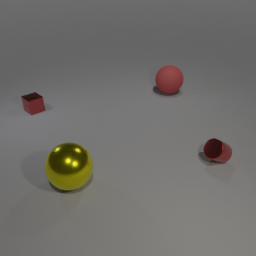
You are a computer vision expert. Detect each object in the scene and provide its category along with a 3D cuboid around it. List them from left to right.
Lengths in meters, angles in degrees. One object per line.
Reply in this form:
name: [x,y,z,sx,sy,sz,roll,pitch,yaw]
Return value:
cube: [-4.233,-1.098,12.522,0.700,0.700,0.700,-26,41,-36]
ball: [-1.722,1.113,8.209,1.400,1.400,1.400,0,31,0]
ball: [2.070,-2.434,14.023,1.400,1.400,1.400,0,31,0]
cylinder: [2.964,0.753,9.245,0.700,0.700,0.700,21,11,-44]
